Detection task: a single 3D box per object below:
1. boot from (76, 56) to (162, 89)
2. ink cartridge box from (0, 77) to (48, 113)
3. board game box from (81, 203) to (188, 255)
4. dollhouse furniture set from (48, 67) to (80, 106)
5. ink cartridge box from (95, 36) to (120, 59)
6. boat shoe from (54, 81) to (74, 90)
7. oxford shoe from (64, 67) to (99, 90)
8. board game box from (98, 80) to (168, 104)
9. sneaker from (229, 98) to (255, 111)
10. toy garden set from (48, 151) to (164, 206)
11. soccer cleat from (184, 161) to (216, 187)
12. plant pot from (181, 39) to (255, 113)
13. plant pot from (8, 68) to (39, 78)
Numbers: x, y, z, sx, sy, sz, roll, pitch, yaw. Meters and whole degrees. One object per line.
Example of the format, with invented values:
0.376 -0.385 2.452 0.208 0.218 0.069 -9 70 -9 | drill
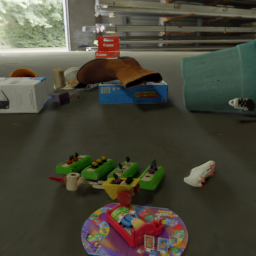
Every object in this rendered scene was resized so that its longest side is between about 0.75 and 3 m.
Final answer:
-0.377 -1.571 8.865 2.199 0.800 2.336 -10 29 -17 | boot
-3.787 -1.057 8.837 2.158 0.904 1.566 -1 19 -3 | ink cartridge box
0.081 1.108 3.333 1.258 0.245 0.994 4 19 11 | board game box
-2.366 -1.504 9.758 0.892 1.256 0.995 8 22 36 | dollhouse furniture set
-1.026 -3.464 14.100 1.201 2.204 0.555 3 19 10 | ink cartridge box
-2.749 -1.869 12.242 0.986 0.341 0.363 -4 19 -12 | boat shoe
-1.685 -2.069 12.291 1.030 0.791 2.739 -31 -11 28 | oxford shoe
0.121 -1.512 10.624 2.391 0.668 2.341 -1 18 -3 | board game box
2.922 -0.615 7.185 0.817 0.303 0.362 13 -6 -32 | sneaker
-0.377 0.647 4.296 1.643 0.328 1.369 6 11 18 | toy garden set
1.188 0.710 4.550 0.295 0.263 0.759 11 24 37 | soccer cleat
2.745 -1.411 8.394 2.131 2.176 2.176 -3 17 16 | plant pot
-3.649 -1.552 10.279 1.141 1.141 1.044 1 3 2 | plant pot
